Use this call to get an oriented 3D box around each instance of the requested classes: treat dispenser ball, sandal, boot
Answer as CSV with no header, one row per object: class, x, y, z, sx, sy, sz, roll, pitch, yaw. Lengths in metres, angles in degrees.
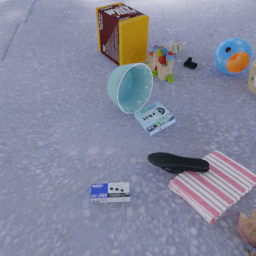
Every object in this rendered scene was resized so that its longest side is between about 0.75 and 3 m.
treat dispenser ball,5.462,-3.746,14.600,1.860,1.860,1.860,0,42,0
sandal,1.727,1.336,9.838,2.168,0.519,0.815,9,27,14
boot,3.554,-3.589,15.528,0.690,0.314,0.821,25,54,30

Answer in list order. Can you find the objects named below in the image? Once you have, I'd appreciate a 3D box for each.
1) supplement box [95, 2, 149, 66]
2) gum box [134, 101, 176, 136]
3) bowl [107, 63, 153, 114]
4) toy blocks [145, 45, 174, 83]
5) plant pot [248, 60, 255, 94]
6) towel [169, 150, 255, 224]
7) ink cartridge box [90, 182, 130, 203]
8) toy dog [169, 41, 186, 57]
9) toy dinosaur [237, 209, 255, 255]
supplement box,-0.349,-5.208,15.642,1.737,2.581,2.616,-25,48,-25
gum box,1.099,-0.443,11.715,1.223,0.321,1.440,-28,40,-7
bowl,-0.047,-1.860,12.256,2.217,2.217,1.160,-33,44,-31
toy blocks,1.680,-3.566,14.609,1.110,1.518,2.221,-16,44,-17
plant pot,6.909,-2.376,13.025,1.918,2.163,2.166,-22,45,-7
towel,2.930,1.858,9.497,2.602,0.389,1.904,-27,46,-27
ink cartridge box,-0.582,2.127,9.224,1.270,0.281,0.597,-2,41,-1
toy dog,2.756,-4.682,16.618,1.043,0.762,1.581,13,29,18
toy dinosaur,3.544,3.054,7.832,1.371,0.868,2.023,-23,41,-14
